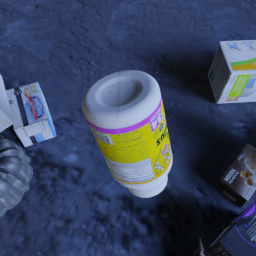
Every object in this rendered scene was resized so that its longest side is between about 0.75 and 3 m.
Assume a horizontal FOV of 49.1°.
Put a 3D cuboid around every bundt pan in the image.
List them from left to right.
[{"bbox_3d":[-3.767,1.116,7.221,2.367,0.888,2.367,0,57,1],"label":"bundt pan"}]

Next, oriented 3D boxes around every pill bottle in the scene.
[{"bbox_3d":[0.111,0.228,4.485,1.105,2.120,1.105,-9,44,9],"label":"pill bottle"}]

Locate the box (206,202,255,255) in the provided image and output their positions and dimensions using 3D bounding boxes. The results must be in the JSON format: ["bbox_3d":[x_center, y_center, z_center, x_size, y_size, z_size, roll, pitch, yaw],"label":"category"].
[{"bbox_3d":[3.073,2.925,5.827,1.429,1.240,2.338,-36,64,-21],"label":"box"}]

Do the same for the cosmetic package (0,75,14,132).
[{"bbox_3d":[-4.199,-0.490,7.398,1.954,0.669,2.591,-32,46,-4],"label":"cosmetic package"}]

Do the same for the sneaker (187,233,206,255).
[{"bbox_3d":[1.225,3.071,6.155,0.882,0.578,1.527,4,58,6],"label":"sneaker"}]

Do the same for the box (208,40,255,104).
[{"bbox_3d":[4.080,-1.760,8.712,2.626,1.477,1.331,-3,58,-3],"label":"box"}]

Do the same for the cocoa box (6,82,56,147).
[{"bbox_3d":[-2.800,-0.408,8.129,0.969,0.984,1.476,-19,59,-12],"label":"cocoa box"}]

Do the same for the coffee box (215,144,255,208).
[{"bbox_3d":[3.041,1.222,7.327,0.819,0.571,1.432,38,65,22],"label":"coffee box"}]
